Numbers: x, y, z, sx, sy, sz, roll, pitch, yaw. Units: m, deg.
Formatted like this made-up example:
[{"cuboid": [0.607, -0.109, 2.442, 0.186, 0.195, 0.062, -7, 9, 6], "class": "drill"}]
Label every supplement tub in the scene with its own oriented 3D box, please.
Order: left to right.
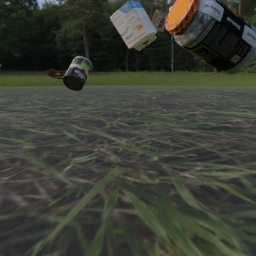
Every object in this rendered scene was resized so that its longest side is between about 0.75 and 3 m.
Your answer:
[{"cuboid": [2.193, -2.465, 7.270, 2.286, 1.401, 1.401, 23, 0, -24], "class": "supplement tub"}]

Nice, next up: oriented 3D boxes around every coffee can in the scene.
[{"cuboid": [-1.650, -1.791, 9.224, 0.690, 0.690, 0.943, 4, 53, 20], "class": "coffee can"}]

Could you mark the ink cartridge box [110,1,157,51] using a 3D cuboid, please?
[{"cuboid": [0.315, -4.212, 11.708, 1.112, 1.731, 1.084, -30, 5, 32], "class": "ink cartridge box"}]

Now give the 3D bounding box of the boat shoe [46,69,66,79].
[{"cuboid": [-2.390, -1.769, 9.468, 0.813, 0.300, 0.301, 12, -16, 19], "class": "boat shoe"}]

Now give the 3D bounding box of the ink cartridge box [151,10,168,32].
[{"cuboid": [1.367, -4.596, 12.076, 0.663, 0.804, 0.302, -4, 41, -35], "class": "ink cartridge box"}]

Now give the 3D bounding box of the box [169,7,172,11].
[{"cuboid": [2.552, -4.144, 10.337, 1.448, 0.947, 1.441, 11, -24, -44], "class": "box"}]
